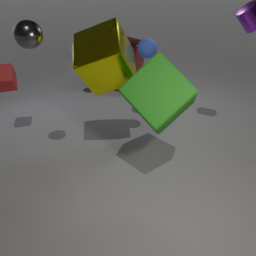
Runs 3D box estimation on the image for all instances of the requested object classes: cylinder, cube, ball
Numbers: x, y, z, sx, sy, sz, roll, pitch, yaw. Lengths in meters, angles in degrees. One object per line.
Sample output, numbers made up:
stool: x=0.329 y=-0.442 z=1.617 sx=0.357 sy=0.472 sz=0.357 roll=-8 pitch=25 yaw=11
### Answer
cylinder: x=3.826 y=-3.443 z=8.675 sx=0.700 sy=0.700 sz=0.700 roll=-37 pitch=21 yaw=17
cube: x=-0.658 y=-2.036 z=8.207 sx=1.400 sy=1.400 sz=1.400 roll=-15 pitch=59 yaw=16
ball: x=-2.490 y=-2.336 z=7.007 sx=0.700 sy=0.700 sz=0.700 roll=0 pitch=29 yaw=0
cube: x=0.809 y=-0.843 z=7.387 sx=1.400 sy=1.400 sz=1.400 roll=48 pitch=3 yaw=10
ball: x=0.684 y=-2.830 z=9.939 sx=0.700 sy=0.700 sz=0.700 roll=0 pitch=29 yaw=0
cube: x=-0.027 y=-3.630 z=13.785 sx=1.400 sy=1.400 sz=1.400 roll=18 pitch=29 yaw=16
cube: x=-4.275 y=-1.721 z=9.659 sx=0.700 sy=0.700 sz=0.700 roll=-10 pitch=70 yaw=-10
